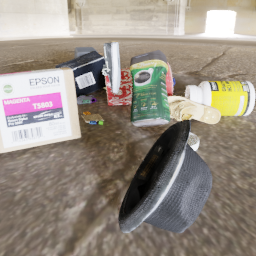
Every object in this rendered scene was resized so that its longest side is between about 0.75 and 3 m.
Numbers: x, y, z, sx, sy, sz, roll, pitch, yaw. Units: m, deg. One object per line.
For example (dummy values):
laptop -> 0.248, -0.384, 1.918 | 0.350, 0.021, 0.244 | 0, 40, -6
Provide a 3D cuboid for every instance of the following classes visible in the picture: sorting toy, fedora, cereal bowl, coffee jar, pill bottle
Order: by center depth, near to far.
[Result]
fedora -> 0.933, 1.158, 5.849 | 1.248, 2.734, 2.734 | 33, 25, -3
cereal bowl -> 1.601, 0.532, 8.769 | 1.216, 0.506, 1.216 | -1, 24, 0
coffee jar -> 0.782, -1.429, 10.148 | 1.384, 2.654, 1.132 | -7, -13, 30
sorting toy -> -1.426, -0.358, 11.267 | 0.768, 0.186, 1.365 | -5, 24, -22
pill bottle -> 3.759, -1.239, 11.707 | 2.563, 1.441, 1.441 | 0, 23, -1

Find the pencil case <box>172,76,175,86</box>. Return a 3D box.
pencil case -> 2.059, -2.330, 15.066 | 0.730, 0.812, 1.870 | 41, 31, 0

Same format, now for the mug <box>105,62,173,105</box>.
mug -> 0.432, -1.797, 13.220 | 2.894, 2.569, 1.931 | -7, 60, -5

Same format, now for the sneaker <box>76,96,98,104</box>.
sneaker -> -1.963, -1.317, 13.259 | 1.031, 0.384, 0.451 | -17, 34, -36

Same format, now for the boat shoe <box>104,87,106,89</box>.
boat shoe -> -0.596, -2.561, 15.738 | 0.627, 0.727, 1.994 | 12, 18, 36

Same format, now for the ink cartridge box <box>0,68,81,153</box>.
ink cartridge box -> -3.072, -0.619, 8.934 | 2.808, 2.313, 1.055 | -12, 18, -22

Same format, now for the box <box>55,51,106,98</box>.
box -> -2.314, -2.764, 14.438 | 2.428, 1.505, 2.387 | -23, 28, -7

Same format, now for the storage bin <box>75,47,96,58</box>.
storage bin -> -2.632, -3.752, 16.898 | 2.139, 1.974, 2.939 | -5, 23, -12

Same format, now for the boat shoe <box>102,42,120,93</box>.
boat shoe -> -0.565, -1.921, 9.002 | 0.548, 1.604, 0.592 | 0, 17, 9

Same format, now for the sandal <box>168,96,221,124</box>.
sandal -> 2.283, -0.646, 10.961 | 2.573, 0.944, 0.846 | 13, 19, 18
